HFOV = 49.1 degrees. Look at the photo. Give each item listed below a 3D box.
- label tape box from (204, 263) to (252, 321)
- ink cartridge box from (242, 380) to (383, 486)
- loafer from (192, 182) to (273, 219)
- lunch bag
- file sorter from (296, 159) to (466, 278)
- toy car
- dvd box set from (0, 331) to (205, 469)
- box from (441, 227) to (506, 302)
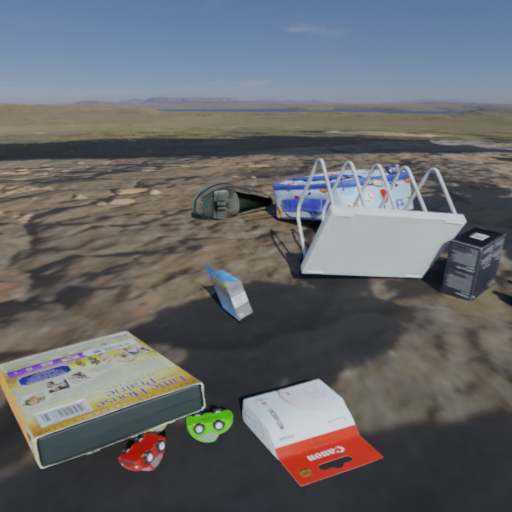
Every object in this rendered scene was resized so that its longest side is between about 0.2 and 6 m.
[{"bbox_3d":[-0.372,0.421,7.472,0.239,0.754,0.544,-29,26,-19],"label":"label tape box"},{"bbox_3d":[0.482,1.520,4.999,0.861,0.302,1.060,-8,14,-26],"label":"ink cartridge box"},{"bbox_3d":[-0.513,-1.350,13.729,0.744,0.850,2.366,20,23,35],"label":"loafer"},{"bbox_3d":[1.894,-1.359,12.597,2.384,1.124,2.975,-11,9,-33],"label":"lunch bag"},{"bbox_3d":[1.797,-0.606,8.753,2.092,1.452,1.303,2,52,-14],"label":"file sorter"},{"bbox_3d":[-0.656,1.526,4.816,0.941,0.223,1.000,-7,12,-7],"label":"toy car"},{"bbox_3d":[-1.562,1.240,5.364,1.444,0.290,1.973,-13,14,-31],"label":"dvd box set"},{"bbox_3d":[3.309,0.107,8.540,0.493,0.862,0.947,21,28,38],"label":"box"}]
